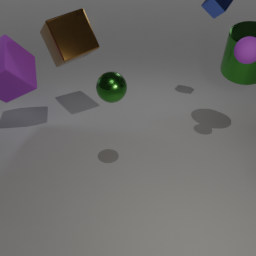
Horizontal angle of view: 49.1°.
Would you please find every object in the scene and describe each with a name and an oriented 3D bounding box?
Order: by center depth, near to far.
[{"bbox_3d":[-0.371,-0.919,6.325,0.700,0.700,0.700,0,30,0],"label":"ball"},{"bbox_3d":[3.174,-2.055,7.406,0.700,0.700,0.700,0,30,0],"label":"ball"},{"bbox_3d":[3.678,-2.286,8.575,1.400,1.400,1.400,-2,50,2],"label":"cylinder"},{"bbox_3d":[-4.068,-1.917,9.325,1.400,1.400,1.400,-20,65,17],"label":"cube"},{"bbox_3d":[-2.079,-3.138,9.899,1.400,1.400,1.400,-29,15,-21],"label":"cube"},{"bbox_3d":[3.243,-4.556,10.122,0.700,0.700,0.700,-54,15,-11],"label":"cube"}]
